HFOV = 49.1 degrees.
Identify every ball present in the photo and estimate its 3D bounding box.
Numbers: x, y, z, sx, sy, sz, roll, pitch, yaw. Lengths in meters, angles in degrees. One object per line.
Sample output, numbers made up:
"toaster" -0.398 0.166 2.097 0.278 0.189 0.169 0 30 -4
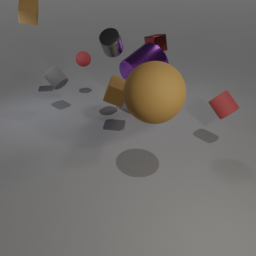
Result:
"ball" 0.592 -0.789 6.293 1.400 1.400 1.400 0 29 0
"ball" -2.042 -3.155 12.792 0.700 0.700 0.700 0 29 0

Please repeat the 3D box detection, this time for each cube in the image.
"cube" -0.375 -1.264 9.616 0.700 0.700 0.700 20 42 -10
"cube" 1.222 -3.704 12.293 0.700 0.700 0.700 -22 26 -25
"cube" -3.937 -4.606 11.092 0.700 0.700 0.700 3 63 -16

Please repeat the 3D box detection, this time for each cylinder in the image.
"cylinder" 0.618 -2.354 10.863 1.400 1.400 1.400 -42 46 -21
"cylinder" -2.948 -2.052 11.557 0.700 0.700 0.700 49 42 2
"cylinder" -0.553 -2.846 9.376 0.700 0.700 0.700 -3 71 8
"cylinder" 3.076 -0.746 9.011 0.700 0.700 0.700 -29 84 -41
